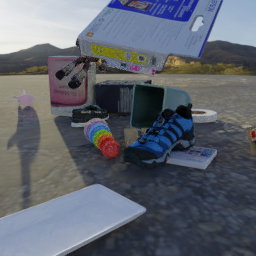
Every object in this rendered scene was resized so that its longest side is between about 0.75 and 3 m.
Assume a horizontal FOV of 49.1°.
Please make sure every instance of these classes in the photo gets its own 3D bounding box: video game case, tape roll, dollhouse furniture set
[{"bbox_3d":[1.549,0.730,7.611,1.436,0.170,1.307,7,15,28],"label":"video game case"},{"bbox_3d":[3.069,-0.558,12.461,1.697,0.310,1.697,-1,13,0],"label":"tape roll"},{"bbox_3d":[0.344,0.564,8.252,0.957,0.820,1.006,-2,-21,-7],"label":"dollhouse furniture set"}]

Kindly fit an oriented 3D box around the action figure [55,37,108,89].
[{"bbox_3d":[-1.311,-2.109,8.817,0.730,1.369,2.104,-31,22,52],"label":"action figure"}]

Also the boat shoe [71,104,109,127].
[{"bbox_3d":[-1.524,-0.631,11.878,0.929,0.741,2.456,5,15,19],"label":"boat shoe"}]

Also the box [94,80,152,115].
[{"bbox_3d":[-0.148,-1.589,14.069,2.467,1.533,2.487,3,14,10],"label":"box"}]

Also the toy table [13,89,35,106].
[{"bbox_3d":[-5.926,-1.661,15.935,0.609,0.955,1.039,26,2,29],"label":"toy table"}]

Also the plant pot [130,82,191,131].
[{"bbox_3d":[1.363,-0.721,10.460,1.790,1.757,1.752,-3,13,-36],"label":"plant pot"}]

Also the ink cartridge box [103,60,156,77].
[{"bbox_3d":[-0.214,-3.079,13.548,2.773,0.582,1.655,16,10,25],"label":"ink cartridge box"}]

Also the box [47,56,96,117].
[{"bbox_3d":[-2.591,-1.985,13.189,1.743,2.727,1.486,6,15,24],"label":"box"}]

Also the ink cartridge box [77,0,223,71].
[{"bbox_3d":[0.675,-2.615,7.184,2.909,0.684,2.874,18,52,14],"label":"ink cartridge box"}]

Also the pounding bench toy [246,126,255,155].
[{"bbox_3d":[3.904,0.465,7.571,0.798,1.285,1.002,-2,-18,-14],"label":"pounding bench toy"}]

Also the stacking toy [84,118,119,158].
[{"bbox_3d":[-0.700,0.328,8.212,0.794,0.794,1.861,-6,20,-22],"label":"stacking toy"}]

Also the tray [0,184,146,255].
[{"bbox_3d":[-1.056,1.515,4.210,2.526,0.280,1.356,-12,19,-41],"label":"tray"}]

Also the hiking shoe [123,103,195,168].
[{"bbox_3d":[0.806,0.121,7.204,1.048,1.222,2.818,10,18,35],"label":"hiking shoe"}]
